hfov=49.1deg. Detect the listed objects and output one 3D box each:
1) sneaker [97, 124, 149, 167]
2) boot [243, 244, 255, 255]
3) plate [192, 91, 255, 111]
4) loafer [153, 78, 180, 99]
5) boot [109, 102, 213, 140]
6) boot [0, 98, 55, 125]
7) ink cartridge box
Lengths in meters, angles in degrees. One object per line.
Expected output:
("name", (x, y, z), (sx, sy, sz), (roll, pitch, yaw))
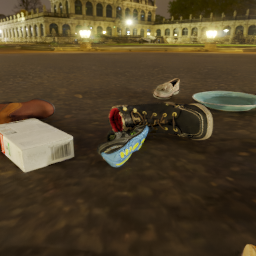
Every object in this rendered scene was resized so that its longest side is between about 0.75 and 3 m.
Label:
("sneaker", (-0.072, 0.233, 6.045), (0.701, 0.600, 1.692), (32, 31, 15))
("boot", (1.674, 1.578, 2.595), (0.829, 0.407, 1.158), (4, 21, -7))
("plate", (3.702, -0.987, 10.414), (2.576, 0.329, 2.576), (-1, 18, 0))
("loafer", (1.683, -1.719, 11.960), (0.741, 0.648, 2.060), (24, 26, 21))
("boot", (0.704, -0.178, 6.975), (1.875, 0.911, 2.491), (-6, 15, -20))
("boot", (-3.187, -0.284, 7.761), (1.869, 0.680, 1.986), (7, 22, 1))
("ink cartridge box", (-2.182, 0.288, 6.252), (1.095, 0.506, 2.010), (-15, 22, -38))
